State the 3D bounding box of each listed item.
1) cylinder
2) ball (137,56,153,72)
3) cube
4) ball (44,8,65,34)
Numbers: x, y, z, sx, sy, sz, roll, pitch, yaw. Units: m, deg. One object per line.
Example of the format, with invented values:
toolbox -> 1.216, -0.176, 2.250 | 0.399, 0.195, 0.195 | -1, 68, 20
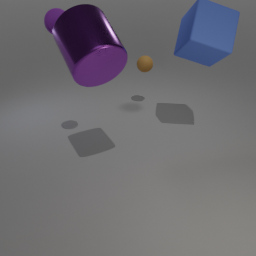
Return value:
cylinder -> -0.917, -1.959, 6.777 | 1.400, 1.400, 1.400 | -16, 66, -27
ball -> 0.724, -2.740, 11.990 | 0.700, 0.700, 0.700 | 0, 29, 0
cube -> 2.482, -3.006, 9.010 | 1.400, 1.400, 1.400 | 15, -8, -10
ball -> -1.894, -2.845, 7.528 | 0.700, 0.700, 0.700 | 0, 29, 0
